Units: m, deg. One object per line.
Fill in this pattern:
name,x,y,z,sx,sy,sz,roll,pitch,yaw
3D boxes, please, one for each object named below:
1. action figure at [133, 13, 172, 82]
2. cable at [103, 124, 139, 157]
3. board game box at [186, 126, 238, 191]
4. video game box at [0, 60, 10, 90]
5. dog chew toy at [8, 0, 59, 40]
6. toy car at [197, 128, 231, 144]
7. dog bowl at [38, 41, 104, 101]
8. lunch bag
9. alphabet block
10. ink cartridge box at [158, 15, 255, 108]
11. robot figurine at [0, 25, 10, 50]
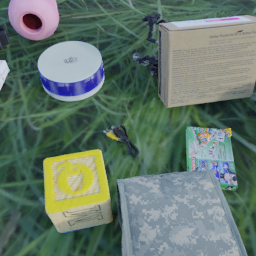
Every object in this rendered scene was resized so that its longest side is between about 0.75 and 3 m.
action figure,1.039,-2.615,9.856,1.440,1.237,2.423,0,88,-32
cable,-0.103,0.359,8.285,1.281,0.322,0.622,45,47,15
board game box,2.288,0.800,7.852,1.252,0.271,1.861,4,53,4
video game box,-5.416,-1.465,9.348,2.282,0.534,2.079,-1,47,-1
dog chew toy,-3.664,-4.817,11.241,1.840,1.840,2.955,-5,45,-4
toy car,2.389,0.218,7.664,0.938,0.460,0.312,-12,75,11
dog bowl,-1.920,-1.988,9.596,2.171,0.855,2.171,0,52,0
lunch bag,0.988,2.256,5.909,2.283,1.637,2.784,-5,58,-4
alphabet block,-1.151,1.503,6.610,1.370,1.395,1.362,-11,55,-9
ink cartridge box,2.426,-2.033,8.571,2.905,2.393,1.091,-7,32,-7
robot figurine,-5.360,-3.320,10.520,1.646,1.027,1.236,-19,17,-14
